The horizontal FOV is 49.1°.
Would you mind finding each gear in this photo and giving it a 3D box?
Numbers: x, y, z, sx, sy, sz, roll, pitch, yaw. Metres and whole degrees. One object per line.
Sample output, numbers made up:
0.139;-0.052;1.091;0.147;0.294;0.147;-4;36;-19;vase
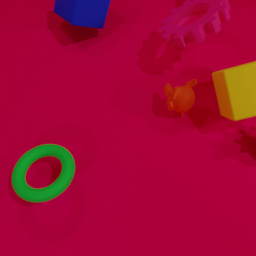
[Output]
1.597;-2.661;6.903;1.730;0.320;1.730;-21;41;20;gear

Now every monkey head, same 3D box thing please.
1.265;-0.790;6.927;0.665;1.103;0.793;-1;42;-18;monkey head

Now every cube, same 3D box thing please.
2.776;-0.909;6.591;1.147;1.147;1.147;-14;97;7;cube
-1.236;-3.450;7.626;1.058;1.058;1.058;-12;43;-43;cube

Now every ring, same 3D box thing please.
-1.791;0.924;5.943;1.351;0.270;1.351;-4;52;5;ring
